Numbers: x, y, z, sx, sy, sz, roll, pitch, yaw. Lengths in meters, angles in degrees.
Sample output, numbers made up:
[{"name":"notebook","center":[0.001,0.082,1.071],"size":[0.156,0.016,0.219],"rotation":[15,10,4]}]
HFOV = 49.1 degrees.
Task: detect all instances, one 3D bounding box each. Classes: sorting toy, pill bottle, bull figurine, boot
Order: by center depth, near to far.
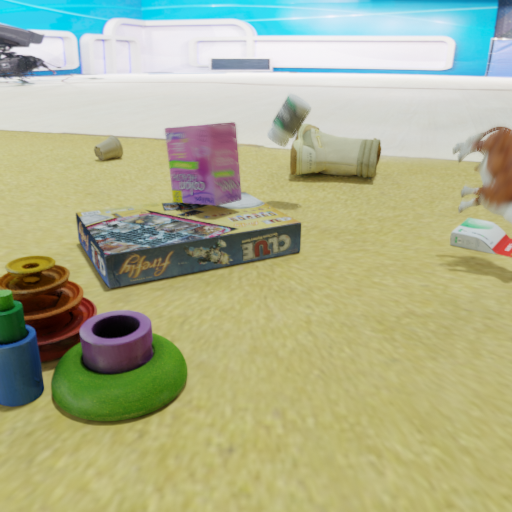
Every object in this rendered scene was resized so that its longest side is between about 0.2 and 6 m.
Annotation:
[{"name":"sorting toy","center":[-1.947,0.667,5.660],"size":[2.619,1.075,1.574],"rotation":[15,26,32]},{"name":"bull figurine","center":[3.382,-1.069,7.975],"size":[0.964,1.587,0.517],"rotation":[-4,-16,10]},{"name":"pill bottle","center":[0.623,-2.606,10.820],"size":[0.513,0.907,0.513],"rotation":[27,25,-14]},{"name":"boot","center":[2.015,-2.628,13.902],"size":[2.124,0.995,2.733],"rotation":[4,24,10]}]

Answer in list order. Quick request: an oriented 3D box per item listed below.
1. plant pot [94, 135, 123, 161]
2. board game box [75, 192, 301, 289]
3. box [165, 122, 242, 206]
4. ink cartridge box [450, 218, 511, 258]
[{"name":"plant pot","center":[-4.021,-2.860,15.110],"size":[0.638,0.638,0.584],"rotation":[20,40,40]},{"name":"board game box","center":[-1.111,-0.371,8.948],"size":[3.059,0.529,2.073],"rotation":[-10,24,-25]},{"name":"box","center":[-0.865,-1.498,9.111],"size":[1.098,1.248,0.603],"rotation":[9,20,43]},{"name":"ink cartridge box","center":[3.864,-0.299,9.155],"size":[1.112,0.278,0.895],"rotation":[14,26,34]}]
